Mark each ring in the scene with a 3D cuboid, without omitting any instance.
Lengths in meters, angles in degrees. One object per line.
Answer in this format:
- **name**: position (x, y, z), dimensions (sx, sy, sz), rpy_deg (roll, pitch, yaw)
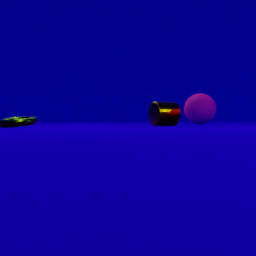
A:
- **ring**: position (-3.742, -0.217, 9.523), dimensions (1.278, 0.256, 1.278), rpy_deg (-3, 8, 1)

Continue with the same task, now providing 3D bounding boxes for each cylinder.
- **cylinder**: position (1.584, -0.619, 12.253), dimensions (1.064, 1.064, 1.064), rpy_deg (-1, 1, -22)

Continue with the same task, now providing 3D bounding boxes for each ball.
- **ball**: position (2.926, -0.771, 11.409), dimensions (1.259, 1.259, 1.259), rpy_deg (0, 1, 0)
